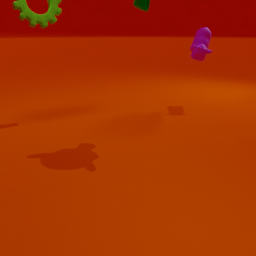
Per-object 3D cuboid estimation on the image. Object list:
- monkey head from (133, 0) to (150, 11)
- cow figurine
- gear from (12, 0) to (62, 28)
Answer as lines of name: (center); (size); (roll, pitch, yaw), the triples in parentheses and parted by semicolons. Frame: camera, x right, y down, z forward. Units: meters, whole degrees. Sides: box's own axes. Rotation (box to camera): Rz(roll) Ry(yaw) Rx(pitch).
monkey head: (0.209, -3.128, 6.080); (1.699, 1.222, 1.024); (32, 45, 21)
cow figurine: (2.493, -2.859, 9.468); (0.671, 1.222, 1.202); (18, 3, 0)
gear: (-2.511, -3.468, 7.766); (1.295, 1.295, 0.240); (-12, 11, -30)
